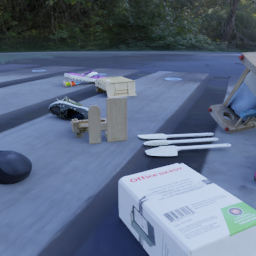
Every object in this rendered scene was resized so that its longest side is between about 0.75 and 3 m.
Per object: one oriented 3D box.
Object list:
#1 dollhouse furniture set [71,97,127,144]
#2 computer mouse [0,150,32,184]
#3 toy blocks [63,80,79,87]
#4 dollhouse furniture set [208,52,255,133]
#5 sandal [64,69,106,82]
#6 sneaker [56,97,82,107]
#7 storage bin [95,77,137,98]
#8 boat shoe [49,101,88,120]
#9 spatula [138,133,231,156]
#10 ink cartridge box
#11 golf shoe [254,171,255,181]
[{"bbox_3d":[-0.858,-0.379,7.704,1.356,1.162,1.426,-5,19,-15],"label":"dollhouse furniture set"},{"bbox_3d":[-3.174,0.549,6.009,2.955,0.503,0.866,10,22,29],"label":"computer mouse"},{"bbox_3d":[-3.000,-2.378,15.013,0.826,0.300,0.688,-6,19,-20],"label":"toy blocks"},{"bbox_3d":[4.042,-0.347,7.329,2.036,2.048,2.906,-10,50,-26],"label":"dollhouse furniture set"},{"bbox_3d":[-2.239,-2.980,15.792,2.737,0.673,1.114,-4,20,-40],"label":"sandal"},{"bbox_3d":[-2.212,-0.933,10.439,1.047,0.470,0.351,-11,21,-29],"label":"sneaker"},{"bbox_3d":[-0.602,-1.911,13.015,1.488,0.702,1.499,-9,21,-24],"label":"storage bin"},{"bbox_3d":[-1.956,-0.522,9.135,1.609,0.552,0.455,9,21,19],"label":"boat shoe"},{"bbox_3d":[1.397,0.377,7.122,2.112,0.170,1.468,-2,13,-7],"label":"spatula"},{"bbox_3d":[0.742,1.192,3.767,1.199,0.693,1.649,-9,21,-25],"label":"ink cartridge box"},{"bbox_3d":[3.010,0.701,5.562,0.694,0.547,1.507,16,33,30],"label":"golf shoe"}]
